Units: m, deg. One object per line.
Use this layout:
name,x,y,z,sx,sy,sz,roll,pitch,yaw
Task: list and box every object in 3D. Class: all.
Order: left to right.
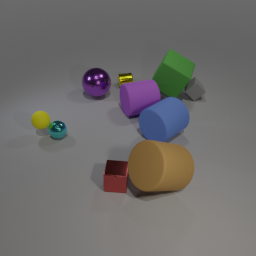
ball,-3.301,-0.298,10.604,0.700,0.700,0.700,0,33,0
ball,-2.691,0.059,10.721,0.700,0.700,0.700,0,33,0
ball,-1.506,-2.178,13.410,1.400,1.400,1.400,0,33,0
cube,-0.350,1.474,8.559,0.700,0.700,0.700,4,34,3
cylinder,-0.143,-2.510,14.634,0.700,0.700,0.700,-7,34,-10
cylinder,0.501,-1.315,12.161,1.400,1.400,1.400,-11,35,-17
cylinder,0.950,1.105,8.071,1.400,1.400,1.400,11,20,-44
cylinder,1.364,-0.301,10.600,1.400,1.400,1.400,28,43,36
cube,2.041,-2.465,12.854,1.400,1.400,1.400,30,45,-4
cube,3.176,-1.865,13.371,0.700,0.700,0.700,-38,26,26
